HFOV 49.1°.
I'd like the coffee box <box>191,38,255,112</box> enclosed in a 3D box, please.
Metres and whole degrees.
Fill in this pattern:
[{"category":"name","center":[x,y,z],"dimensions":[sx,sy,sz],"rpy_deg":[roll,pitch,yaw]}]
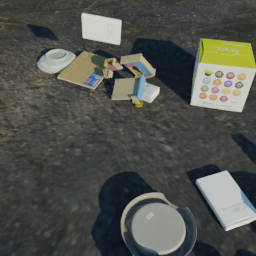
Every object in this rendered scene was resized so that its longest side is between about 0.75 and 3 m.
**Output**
[{"category":"coffee box","center":[3.996,-2.328,12.113],"dimensions":[2.192,2.171,2.195],"rpy_deg":[9,44,9]}]

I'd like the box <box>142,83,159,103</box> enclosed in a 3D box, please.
[{"category":"box","center":[0.912,-1.605,12.649],"dimensions":[0.729,0.399,0.826],"rpy_deg":[22,48,22]}]

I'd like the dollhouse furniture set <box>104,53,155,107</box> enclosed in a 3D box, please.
[{"category":"dollhouse furniture set","center":[0.014,-1.931,12.937],"dimensions":[2.194,1.517,2.324],"rpy_deg":[0,72,31]}]

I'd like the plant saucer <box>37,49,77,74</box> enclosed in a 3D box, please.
[{"category":"plant saucer","center":[-3.702,-3.641,14.694],"dimensions":[2.132,0.535,2.132],"rpy_deg":[0,44,0]}]

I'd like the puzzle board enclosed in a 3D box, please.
[{"category":"puzzle board","center":[-1.980,-2.936,14.103],"dimensions":[1.993,0.230,2.644],"rpy_deg":[19,48,12]}]

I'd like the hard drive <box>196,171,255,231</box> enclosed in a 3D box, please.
[{"category":"hard drive","center":[3.076,2.212,8.775],"dimensions":[1.173,0.237,1.778],"rpy_deg":[-13,46,-13]}]

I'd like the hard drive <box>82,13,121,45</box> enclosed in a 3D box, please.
[{"category":"hard drive","center":[-0.929,-3.451,9.804],"dimensions":[1.360,0.897,0.179],"rpy_deg":[13,49,6]}]

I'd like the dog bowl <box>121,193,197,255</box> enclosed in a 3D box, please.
[{"category":"dog bowl","center":[0.828,2.850,7.838],"dimensions":[2.075,0.608,2.075],"rpy_deg":[0,43,0]}]
